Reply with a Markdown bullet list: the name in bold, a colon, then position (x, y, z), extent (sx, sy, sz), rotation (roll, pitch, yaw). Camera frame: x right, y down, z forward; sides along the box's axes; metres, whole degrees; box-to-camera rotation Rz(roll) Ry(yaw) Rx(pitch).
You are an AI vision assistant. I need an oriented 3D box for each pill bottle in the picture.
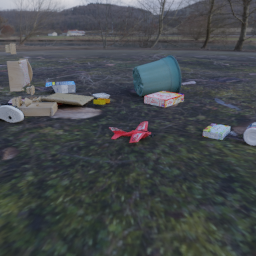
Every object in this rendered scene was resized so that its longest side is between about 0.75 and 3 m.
- **pill bottle**: position (4.056, 0.149, 8.915), extent (0.572, 0.572, 0.957), rotation (11, 21, 29)

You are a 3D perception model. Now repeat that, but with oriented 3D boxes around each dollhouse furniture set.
- **dollhouse furniture set**: position (-3.779, -2.017, 11.569), extent (1.405, 2.877, 2.454), rotation (-1, 19, -4)

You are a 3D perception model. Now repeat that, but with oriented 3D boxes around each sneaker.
- **sneaker**: position (-4.673, -0.700, 11.146), extent (1.822, 0.666, 1.019), rotation (6, 21, 20)

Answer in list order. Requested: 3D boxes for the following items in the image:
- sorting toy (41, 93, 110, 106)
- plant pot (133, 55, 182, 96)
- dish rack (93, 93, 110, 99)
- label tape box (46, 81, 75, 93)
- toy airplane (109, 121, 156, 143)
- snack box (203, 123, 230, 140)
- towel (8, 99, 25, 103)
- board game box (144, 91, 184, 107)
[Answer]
- **sorting toy**: position (-2.358, -1.251, 13.096), extent (2.786, 0.373, 2.076), rotation (8, 13, 8)
- **plant pot**: position (1.439, -2.643, 14.911), extent (2.059, 2.103, 2.103), rotation (-13, 22, -13)
- **dish rack**: position (-1.391, -1.637, 14.533), extent (0.697, 0.177, 0.812), rotation (-12, 23, -29)
- **label tape box**: position (-3.825, -2.301, 15.913), extent (1.585, 0.524, 1.136), rotation (-7, 20, -13)
- **toy airplane**: position (0.123, 0.186, 9.214), extent (1.596, 0.293, 1.596), rotation (-2, 25, 1)
- **snack box**: position (3.004, 0.113, 9.489), extent (0.658, 0.245, 0.926), rotation (13, 23, 31)
- **towel**: position (-5.322, -1.202, 13.410), extent (0.767, 0.121, 1.065), rotation (0, 21, -7)
- **board game box**: position (1.763, -1.417, 13.595), extent (1.234, 0.377, 1.630), rotation (16, 25, 38)
